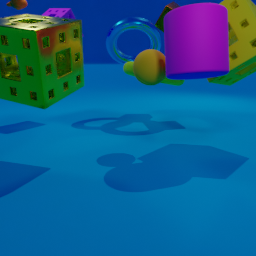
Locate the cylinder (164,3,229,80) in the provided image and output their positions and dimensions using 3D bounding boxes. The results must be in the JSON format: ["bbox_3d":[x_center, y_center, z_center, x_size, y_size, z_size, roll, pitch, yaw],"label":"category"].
[{"bbox_3d":[1.355,-1.650,5.592,1.228,1.228,1.228,-3,4,0],"label":"cylinder"}]

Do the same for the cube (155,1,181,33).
[{"bbox_3d":[1.729,-4.168,10.812,0.893,0.893,0.893,37,42,2],"label":"cube"}]

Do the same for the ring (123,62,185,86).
[{"bbox_3d":[0.847,-1.777,9.214,2.057,0.411,2.057,13,9,-2],"label":"ring"}]

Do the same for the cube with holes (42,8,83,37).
[{"bbox_3d":[-2.340,-3.229,9.320,1.020,1.020,1.020,16,58,33],"label":"cube with holes"}]

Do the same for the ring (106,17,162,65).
[{"bbox_3d":[0.195,-2.963,9.810,1.962,1.962,0.392,0,53,1],"label":"ring"}]

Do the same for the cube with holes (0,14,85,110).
[{"bbox_3d":[-1.732,-1.301,5.199,1.305,1.305,1.305,13,31,19],"label":"cube with holes"}]

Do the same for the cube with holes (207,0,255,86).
[{"bbox_3d":[2.446,-1.953,6.456,1.385,1.385,1.385,-31,-15,36],"label":"cube with holes"}]

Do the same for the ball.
[{"bbox_3d":[0.513,-1.365,6.336,0.804,0.804,0.804,0,14,0],"label":"ball"}]

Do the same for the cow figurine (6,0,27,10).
[{"bbox_3d":[-3.498,-4.243,8.558,0.621,1.132,1.114,-40,24,-28],"label":"cow figurine"}]
